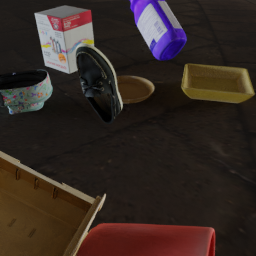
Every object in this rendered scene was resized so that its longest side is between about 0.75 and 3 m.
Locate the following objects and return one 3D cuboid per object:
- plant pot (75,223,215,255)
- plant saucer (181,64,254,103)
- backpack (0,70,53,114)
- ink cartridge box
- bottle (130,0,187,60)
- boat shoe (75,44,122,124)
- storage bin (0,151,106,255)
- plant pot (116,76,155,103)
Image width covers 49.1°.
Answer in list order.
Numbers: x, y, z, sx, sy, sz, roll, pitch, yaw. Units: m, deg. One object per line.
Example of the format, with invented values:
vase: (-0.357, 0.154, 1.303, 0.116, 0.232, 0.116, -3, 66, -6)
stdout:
plant pot: (0.231, 2.219, 3.930, 1.722, 1.946, 1.946, 4, 33, 23)
plant saucer: (3.348, -1.689, 10.777, 2.478, 0.600, 2.477, 7, 35, 11)
backpack: (-3.445, -1.299, 9.512, 1.717, 1.293, 1.524, -15, 34, -3)
ink cartridge box: (-2.736, -3.980, 12.585, 1.763, 2.427, 1.755, 23, 43, 31)
bottle: (0.600, -2.677, 6.780, 0.688, 0.880, 2.108, -13, 68, -33)
boat shoe: (-0.575, -0.723, 5.275, 0.648, 1.735, 0.575, 5, 53, 18)
storage bin: (-2.062, 1.538, 4.186, 2.656, 1.245, 2.636, 25, 42, 6)
plant pot: (-0.054, -1.455, 10.705, 2.124, 0.292, 2.124, 1, 33, 0)
